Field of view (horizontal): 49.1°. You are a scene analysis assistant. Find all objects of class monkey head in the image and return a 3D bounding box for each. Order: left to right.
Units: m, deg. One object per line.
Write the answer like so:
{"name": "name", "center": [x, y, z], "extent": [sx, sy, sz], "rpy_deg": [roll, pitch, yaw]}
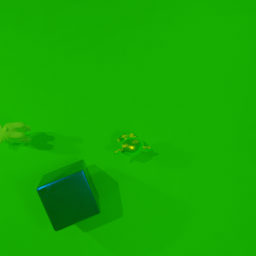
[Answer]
{"name": "monkey head", "center": [0.048, 0.519, 7.178], "extent": [1.011, 0.727, 0.609], "rpy_deg": [-5, 48, -21]}

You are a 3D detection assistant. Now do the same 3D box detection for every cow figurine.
{"name": "cow figurine", "center": [-3.029, 0.137, 7.182], "extent": [1.029, 1.046, 0.574], "rpy_deg": [-1, 78, -2]}

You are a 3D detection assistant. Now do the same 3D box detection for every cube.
{"name": "cube", "center": [-1.365, 1.542, 6.630], "extent": [1.097, 1.097, 1.097], "rpy_deg": [-21, 99, -6]}
